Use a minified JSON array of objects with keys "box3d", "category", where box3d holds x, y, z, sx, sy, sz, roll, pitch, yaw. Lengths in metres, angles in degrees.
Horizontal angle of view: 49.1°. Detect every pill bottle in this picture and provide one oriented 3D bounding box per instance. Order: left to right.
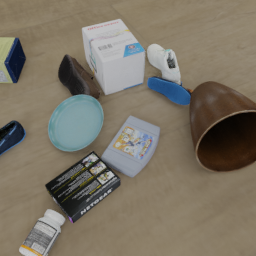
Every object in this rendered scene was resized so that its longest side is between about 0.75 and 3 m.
[{"box3d":[-2.169,2.762,7.216,0.689,0.689,1.184,19,54,14],"category":"pill bottle"}]

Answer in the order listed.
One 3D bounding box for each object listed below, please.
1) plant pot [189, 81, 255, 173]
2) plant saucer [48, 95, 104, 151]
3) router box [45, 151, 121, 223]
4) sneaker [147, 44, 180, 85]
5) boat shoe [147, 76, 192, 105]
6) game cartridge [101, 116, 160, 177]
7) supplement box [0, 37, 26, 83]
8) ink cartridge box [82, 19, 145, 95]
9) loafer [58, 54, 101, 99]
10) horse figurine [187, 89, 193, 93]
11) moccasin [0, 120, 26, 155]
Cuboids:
[{"box3d":[2.900,-0.321,8.822,2.360,2.360,2.525,-6,40,-5],"category":"plant pot"},{"box3d":[-1.706,-0.156,9.331,2.034,0.279,2.034,-7,66,17],"category":"plant saucer"},{"box3d":[-1.299,1.667,8.197,1.780,0.455,1.328,-35,60,-24],"category":"router box"},{"box3d":[1.505,-2.803,11.237,0.940,1.105,2.497,-17,54,-11],"category":"sneaker"},{"box3d":[1.643,-1.519,10.444,1.934,0.814,0.664,37,35,25],"category":"boat shoe"},{"box3d":[0.194,0.554,9.103,1.348,0.421,2.025,20,56,21],"category":"game cartridge"},{"box3d":[-5.178,-2.713,11.186,1.592,1.070,1.593,1,52,1],"category":"supplement box"},{"box3d":[-0.584,-2.795,10.876,1.658,1.650,2.260,-19,55,-14],"category":"ink cartridge box"},{"box3d":[-1.888,-1.834,10.763,0.959,0.987,2.703,8,39,-43],"category":"loafer"},{"box3d":[2.703,-1.308,10.606,0.913,0.228,0.605,-5,35,6],"category":"horse figurine"},{"box3d":[-4.458,0.529,8.843,0.971,0.823,2.412,32,59,22],"category":"moccasin"}]
